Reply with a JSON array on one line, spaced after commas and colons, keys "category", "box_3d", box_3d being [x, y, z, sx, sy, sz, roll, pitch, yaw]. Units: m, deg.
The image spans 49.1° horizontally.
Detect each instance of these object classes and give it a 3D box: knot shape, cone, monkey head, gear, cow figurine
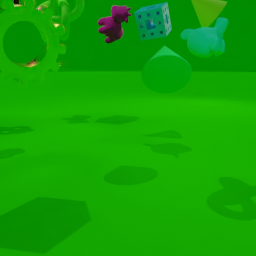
[{"category": "knot shape", "box_3d": [-2.259, -3.714, 8.929, 1.524, 1.628, 0.752, 20, 10, 23]}, {"category": "cone", "box_3d": [0.727, -1.326, 5.460, 0.922, 0.922, 0.926, 1, 51, 3]}, {"category": "monkey head", "box_3d": [1.933, -2.226, 6.802, 0.846, 1.010, 1.404, 5, 25, -28]}, {"category": "gear", "box_3d": [-2.253, -1.831, 6.050, 1.836, 1.836, 0.340, -10, 29, -38]}, {"category": "cow figurine", "box_3d": [-0.424, -3.912, 10.571, 1.412, 0.788, 1.435, -12, -23, 15]}, {"category": "cone", "box_3d": [2.202, -3.623, 8.308, 0.990, 0.987, 0.987, 37, 10, -7]}]

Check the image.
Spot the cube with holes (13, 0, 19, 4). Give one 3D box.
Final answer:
[{"category": "cube with holes", "box_3d": [-3.758, -3.970, 8.337, 0.926, 0.926, 0.926, -26, -19, 25]}]

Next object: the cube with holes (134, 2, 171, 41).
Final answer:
[{"category": "cube with holes", "box_3d": [0.968, -4.003, 10.534, 1.019, 1.019, 1.019, -2, 31, 22]}]
